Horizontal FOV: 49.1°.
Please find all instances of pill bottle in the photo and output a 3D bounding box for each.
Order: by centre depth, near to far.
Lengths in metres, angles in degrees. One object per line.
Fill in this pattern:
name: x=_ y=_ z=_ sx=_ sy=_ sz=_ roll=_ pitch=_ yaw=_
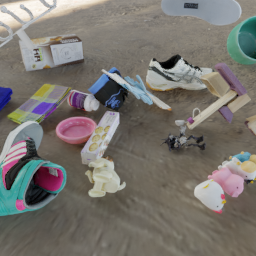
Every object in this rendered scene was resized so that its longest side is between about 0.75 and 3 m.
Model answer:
pill bottle: x=-1.476 y=-0.892 z=9.310 sx=1.010 sy=0.568 sz=0.568 roll=18 pitch=38 yaw=24

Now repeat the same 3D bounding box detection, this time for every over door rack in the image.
over door rack: x=-2.721 y=-2.320 z=6.479 sx=1.851 sy=0.835 sz=2.506 roll=-24 pitch=40 yaw=23

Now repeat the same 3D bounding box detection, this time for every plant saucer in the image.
plant saucer: x=-1.476 y=0.088 z=8.097 sx=1.158 sy=0.294 sz=1.158 roll=1 pitch=34 yaw=-1

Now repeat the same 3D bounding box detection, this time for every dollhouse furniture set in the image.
dollhouse furniture set: x=2.659 y=-0.533 z=9.122 sx=2.059 sy=2.298 sz=2.901 roll=-39 pitch=6 yaw=12

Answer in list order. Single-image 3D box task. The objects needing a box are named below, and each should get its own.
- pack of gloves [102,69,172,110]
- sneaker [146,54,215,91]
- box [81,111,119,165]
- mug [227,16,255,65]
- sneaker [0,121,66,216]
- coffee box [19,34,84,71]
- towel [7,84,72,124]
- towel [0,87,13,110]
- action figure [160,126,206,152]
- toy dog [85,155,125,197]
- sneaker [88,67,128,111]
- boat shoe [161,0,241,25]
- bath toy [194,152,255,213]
pack of gloves: x=0.380 y=-1.370 z=9.141 sx=2.046 sy=0.404 sz=1.719 roll=42 pitch=19 yaw=31
sneaker: x=2.112 y=-2.153 z=10.602 sx=2.823 sy=1.237 sz=1.068 roll=-7 pitch=33 yaw=-13
box: x=-0.720 y=0.223 z=7.786 sx=0.433 sy=0.405 sz=2.092 roll=9 pitch=35 yaw=13
mug: x=5.588 y=-3.810 z=12.402 sx=2.311 sy=1.899 sz=1.429 roll=-7 pitch=3 yaw=-5
sneaker: x=-2.091 y=0.802 z=6.249 sx=1.606 sy=1.112 sz=2.661 roll=2 pitch=42 yaw=12
coffee box: x=-3.448 y=-3.474 z=12.716 sx=2.599 sy=1.036 sz=1.486 roll=-13 pitch=36 yaw=-18
towel: x=-2.820 y=-0.797 z=9.037 sx=1.354 sy=0.215 sz=1.885 roll=16 pitch=52 yaw=32
towel: x=-5.112 y=-0.901 z=9.465 sx=2.021 sy=0.501 sz=1.493 roll=4 pitch=41 yaw=6
action figure: x=1.467 y=0.304 z=7.526 sx=1.174 sy=0.599 sz=0.698 roll=3 pitch=45 yaw=2
toy dog: x=-0.520 y=1.015 z=6.432 sx=0.899 sy=0.647 sz=0.928 roll=2 pitch=31 yaw=-11
sneaker: x=-0.544 y=-1.318 z=9.698 sx=1.133 sy=1.020 sz=2.908 roll=46 pitch=18 yaw=-9
boat shoe: x=1.555 y=-2.573 z=5.948 sx=1.621 sy=0.599 sz=0.691 roll=11 pitch=35 yaw=15
bath toy: x=2.262 y=1.188 z=6.170 sx=1.898 sy=0.825 sz=0.701 roll=-27 pitch=84 yaw=-35
